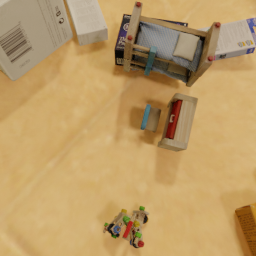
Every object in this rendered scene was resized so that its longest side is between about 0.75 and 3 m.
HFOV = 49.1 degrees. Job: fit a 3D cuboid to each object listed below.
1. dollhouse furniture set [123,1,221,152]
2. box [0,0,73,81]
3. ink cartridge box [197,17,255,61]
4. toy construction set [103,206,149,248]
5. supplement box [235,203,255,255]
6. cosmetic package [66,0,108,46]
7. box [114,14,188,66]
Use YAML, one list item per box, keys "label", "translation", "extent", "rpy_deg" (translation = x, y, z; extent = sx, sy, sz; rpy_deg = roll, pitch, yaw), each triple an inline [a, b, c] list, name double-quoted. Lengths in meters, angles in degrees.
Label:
- label: "dollhouse furniture set"
  translation: [0.720, -1.032, 6.549]
  extent: [1.914, 1.903, 2.716]
  rpy_deg: [14, 82, 1]
- label: "box"
  translation: [-3.029, -3.001, 7.515]
  extent: [1.567, 2.385, 2.398]
  rpy_deg: [41, 73, 15]
- label: "ink cartridge box"
  translation: [2.961, -2.586, 8.245]
  extent: [1.801, 0.378, 1.075]
  rpy_deg: [-11, 65, 9]
- label: "toy construction set"
  translation: [0.080, 2.044, 6.172]
  extent: [0.964, 1.156, 0.888]
  rpy_deg: [27, 65, 2]
- label: "supplement box"
  translation: [3.247, 2.839, 5.938]
  extent: [0.850, 0.879, 2.554]
  rpy_deg: [-12, 66, -7]
- label: "cosmetic package"
  translation: [-1.363, -3.685, 8.775]
  extent: [0.933, 0.572, 2.260]
  rpy_deg: [-16, 68, -6]
- label: "box"
  translation: [0.680, -2.458, 8.189]
  extent: [1.933, 0.762, 1.364]
  rpy_deg: [9, 65, 4]
